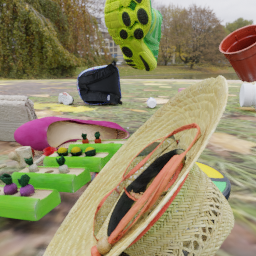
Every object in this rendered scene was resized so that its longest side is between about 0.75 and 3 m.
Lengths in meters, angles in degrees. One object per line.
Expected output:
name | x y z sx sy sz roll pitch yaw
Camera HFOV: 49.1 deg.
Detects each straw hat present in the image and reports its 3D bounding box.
straw hat | 0.320 0.739 2.543 1.047 2.475 2.475 41 11 -6

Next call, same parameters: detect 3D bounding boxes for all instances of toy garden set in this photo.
toy garden set | -1.404 0.488 4.397 2.052 0.491 2.461 -2 13 25

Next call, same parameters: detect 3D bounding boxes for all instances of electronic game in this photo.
electronic game | 0.457 0.765 4.123 1.992 0.414 1.992 0 12 0

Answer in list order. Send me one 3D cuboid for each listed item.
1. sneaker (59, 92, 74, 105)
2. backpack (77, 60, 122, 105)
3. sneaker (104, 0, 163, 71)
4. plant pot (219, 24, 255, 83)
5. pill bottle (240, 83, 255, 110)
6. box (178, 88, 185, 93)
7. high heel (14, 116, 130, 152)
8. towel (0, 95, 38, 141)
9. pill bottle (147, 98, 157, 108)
sneaker | -3.083 -1.547 14.565 0.671 0.632 1.640 0 11 -32
backpack | -1.516 -2.139 14.082 2.102 2.207 1.700 -10 9 -18
sneaker | 0.194 -2.423 6.488 1.058 1.194 2.857 10 -16 12
plant pot | 3.253 -1.935 7.558 1.189 1.156 1.189 -27 33 19
pill bottle | 6.092 -1.358 11.789 2.468 1.366 1.366 2 12 11
box | 3.702 -2.012 16.552 1.350 0.644 0.673 8 15 33
high heel | -1.153 0.104 6.123 2.377 0.801 1.142 -6 2 -39
towel | -3.082 -0.240 6.698 2.023 1.340 0.349 4 45 8
pill bottle | 1.111 -1.165 13.077 0.450 0.450 0.752 0 12 2
